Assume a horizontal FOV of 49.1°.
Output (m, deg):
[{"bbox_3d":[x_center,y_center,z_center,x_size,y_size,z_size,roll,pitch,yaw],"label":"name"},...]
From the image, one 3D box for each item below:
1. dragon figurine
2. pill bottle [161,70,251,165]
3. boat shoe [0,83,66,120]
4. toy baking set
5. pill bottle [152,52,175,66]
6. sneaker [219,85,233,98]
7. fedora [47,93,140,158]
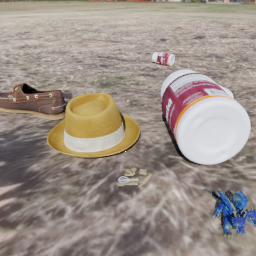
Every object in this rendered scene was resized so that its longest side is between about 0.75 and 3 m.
[{"bbox_3d":[1.859,1.396,5.059,0.473,0.799,1.607,0,27,-1],"label":"dragon figurine"},{"bbox_3d":[1.807,-0.493,7.449,1.674,1.674,2.932,-2,27,-4],"label":"pill bottle"},{"bbox_3d":[-3.414,-1.039,9.556,2.924,1.028,1.029,8,29,17],"label":"boat shoe"},{"bbox_3d":[0.137,1.150,6.328,0.630,0.095,0.820,11,29,26],"label":"toy baking set"},{"bbox_3d":[1.915,-3.758,15.201,1.122,0.641,0.641,18,32,30],"label":"pill bottle"},{"bbox_3d":[2.551,-1.388,10.390,1.348,0.859,2.333,-13,31,-29],"label":"sneaker"},{"bbox_3d":[-0.962,-0.250,7.875,2.815,1.148,2.815,0,27,0],"label":"fedora"}]
